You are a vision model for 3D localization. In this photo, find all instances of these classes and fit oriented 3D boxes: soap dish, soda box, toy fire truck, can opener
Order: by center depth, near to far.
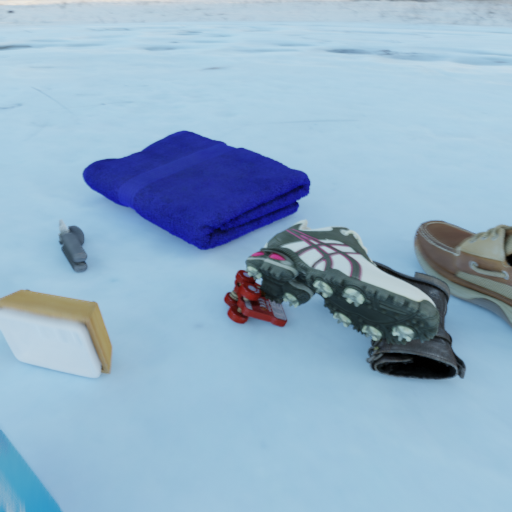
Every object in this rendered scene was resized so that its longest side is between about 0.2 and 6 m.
[{"bbox_3d":[-2.104,2.244,4.273,2.725,0.874,0.924,25,20,40],"label":"soda box"},{"bbox_3d":[-2.403,0.925,6.789,1.283,1.009,0.521,8,42,14],"label":"soap dish"},{"bbox_3d":[0.009,0.640,8.004,0.785,0.524,0.935,20,21,-19],"label":"toy fire truck"},{"bbox_3d":[-3.074,-0.210,9.597,0.492,0.393,1.472,-10,32,-30],"label":"can opener"}]

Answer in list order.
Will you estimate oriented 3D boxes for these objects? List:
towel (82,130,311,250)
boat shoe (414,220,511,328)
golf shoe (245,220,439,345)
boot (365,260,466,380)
[{"bbox_3d":[-1.246,-1.370,11.324,2.966,0.995,4.017,-30,40,-33],"label":"towel"},{"bbox_3d":[3.658,0.133,8.023,1.321,1.252,3.488,-14,31,-24],"label":"boat shoe"},{"bbox_3d":[1.112,0.168,7.068,2.822,1.089,1.243,20,61,43],"label":"golf shoe"},{"bbox_3d":[1.662,0.835,7.355,2.055,0.711,1.789,6,32,16],"label":"boot"}]
